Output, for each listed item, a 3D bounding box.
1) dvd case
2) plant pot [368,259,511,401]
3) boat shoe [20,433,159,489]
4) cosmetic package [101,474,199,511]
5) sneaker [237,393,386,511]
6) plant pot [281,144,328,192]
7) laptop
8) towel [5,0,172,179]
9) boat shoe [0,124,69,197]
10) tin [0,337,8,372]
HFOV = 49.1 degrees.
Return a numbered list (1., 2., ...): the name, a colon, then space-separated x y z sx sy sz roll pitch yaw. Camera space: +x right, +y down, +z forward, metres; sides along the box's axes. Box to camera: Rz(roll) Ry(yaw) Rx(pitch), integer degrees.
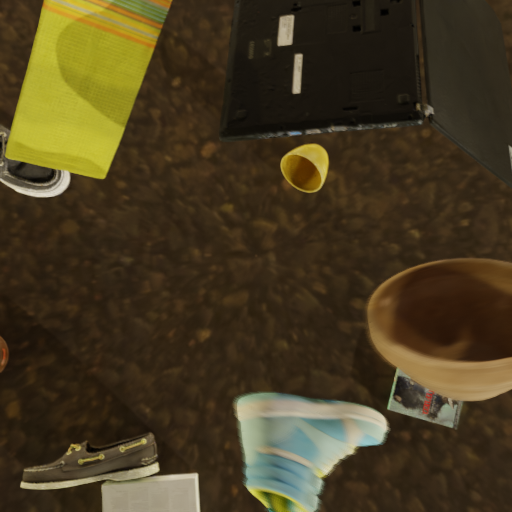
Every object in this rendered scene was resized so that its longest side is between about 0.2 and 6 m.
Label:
1. dvd case: 3.109 2.516 10.174 1.260 0.139 0.920 16 82 2
2. plant pot: 2.670 1.052 7.183 2.353 2.353 1.086 -16 117 -2
3. boat shoe: -2.873 3.553 9.704 2.297 0.819 0.692 -5 80 -8
4. cosmetic package: -1.808 4.509 9.719 1.635 0.422 1.233 -4 79 -1
5. sneaker: 0.762 2.639 7.173 2.293 0.912 1.497 14 60 -27
6. plant pot: 1.004 -1.738 10.536 0.886 0.886 0.629 36 60 5
7. laptop: 1.742 -2.678 8.022 3.924 2.027 3.478 -2 64 13
8. towel: -2.341 -2.793 7.896 1.552 0.326 3.606 11 123 -31
9. boat shoe: -4.859 -2.051 10.469 2.820 0.934 0.986 33 83 5
10. tin: -5.351 1.777 10.216 1.565 0.328 0.876 5 77 1
